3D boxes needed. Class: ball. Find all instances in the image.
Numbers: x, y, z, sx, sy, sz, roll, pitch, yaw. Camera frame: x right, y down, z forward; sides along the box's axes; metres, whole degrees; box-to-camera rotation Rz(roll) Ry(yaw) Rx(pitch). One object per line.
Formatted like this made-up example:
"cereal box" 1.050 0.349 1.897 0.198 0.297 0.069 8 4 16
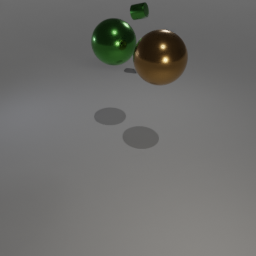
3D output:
"ball" -0.434 -2.642 8.646 1.400 1.400 1.400 0 32 0
"ball" 0.830 -1.801 7.214 1.400 1.400 1.400 0 32 0

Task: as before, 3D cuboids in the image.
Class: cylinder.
"cylinder" 0.549 -5.552 13.332 0.700 0.700 0.700 1 30 26
